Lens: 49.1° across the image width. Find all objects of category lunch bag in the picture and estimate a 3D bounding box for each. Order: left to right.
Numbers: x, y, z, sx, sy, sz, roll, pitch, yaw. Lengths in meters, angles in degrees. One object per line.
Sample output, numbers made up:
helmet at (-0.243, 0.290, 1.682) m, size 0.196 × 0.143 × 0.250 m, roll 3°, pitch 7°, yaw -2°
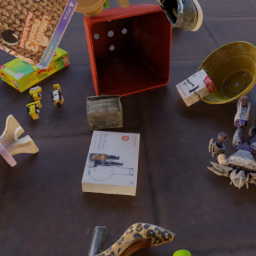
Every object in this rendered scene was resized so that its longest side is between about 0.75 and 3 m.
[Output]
lunch bag at (-0.721, -0.611, 8.530) m, size 1.042 × 0.747 × 1.270 m, roll -5°, pitch 40°, yaw -5°

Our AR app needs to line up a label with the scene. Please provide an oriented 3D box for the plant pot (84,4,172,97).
plant pot at (-0.250, -2.847, 9.551) m, size 2.626 × 2.624 × 2.314 m, roll -16°, pitch 40°, yaw -15°

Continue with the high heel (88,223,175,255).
high heel at (0.030, 2.562, 5.479) m, size 1.799 × 0.642 × 1.282 m, roll -7°, pitch 38°, yaw 16°

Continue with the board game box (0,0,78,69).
board game box at (-2.552, -2.606, 6.416) m, size 2.129 × 1.697 × 1.031 m, roll 24°, pitch -1°, yaw -26°

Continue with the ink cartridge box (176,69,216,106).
ink cartridge box at (2.180, -1.299, 9.072) m, size 1.030 × 0.431 × 0.743 m, roll -32°, pitch 47°, yaw 13°

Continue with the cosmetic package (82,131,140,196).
cosmetic package at (-0.390, 0.861, 7.319) m, size 1.308 × 0.448 × 1.735 m, roll 5°, pitch 46°, yaw 1°

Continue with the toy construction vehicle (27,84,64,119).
toy construction vehicle at (-2.657, -0.868, 9.038) m, size 1.150 × 0.465 × 1.321 m, roll -20°, pitch 46°, yaw -4°

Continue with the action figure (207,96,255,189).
action figure at (3.092, 0.449, 7.399) m, size 1.776 × 0.947 × 2.730 m, roll 21°, pitch 53°, yaw 10°

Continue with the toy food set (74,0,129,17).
toy food set at (-1.245, -3.911, 7.660) m, size 2.402 × 1.658 × 0.482 m, roll -8°, pitch 17°, yaw -3°

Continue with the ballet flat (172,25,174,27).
ballet flat at (1.548, -4.805, 12.373) m, size 2.855 × 1.027 × 1.027 m, roll -35°, pitch 56°, yaw -29°

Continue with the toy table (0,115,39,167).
toy table at (-3.018, 0.356, 7.333) m, size 0.805 × 1.263 × 1.374 m, roll -39°, pitch 49°, yaw -19°

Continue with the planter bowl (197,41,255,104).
planter bowl at (3.342, -1.588, 9.024) m, size 0.918 × 2.205 × 2.205 m, roll 27°, pitch 31°, yaw -38°

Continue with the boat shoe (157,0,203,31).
boat shoe at (1.220, -3.612, 7.695) m, size 0.745 × 0.878 × 2.411 m, roll -9°, pitch 61°, yaw -21°

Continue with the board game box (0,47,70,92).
board game box at (-3.389, -2.280, 10.247) m, size 1.142 × 0.535 × 2.248 m, roll 30°, pitch 53°, yaw 26°

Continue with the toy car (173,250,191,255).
toy car at (1.444, 2.921, 5.078) m, size 1.250 × 0.986 × 1.027 m, roll 6°, pitch 35°, yaw -10°
